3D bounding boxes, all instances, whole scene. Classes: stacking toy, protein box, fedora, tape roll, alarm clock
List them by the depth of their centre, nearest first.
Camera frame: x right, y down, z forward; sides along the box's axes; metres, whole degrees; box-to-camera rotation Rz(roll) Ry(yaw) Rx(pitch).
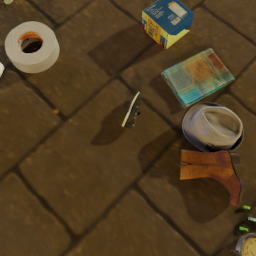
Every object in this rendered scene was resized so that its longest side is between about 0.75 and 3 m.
[{"bbox_3d":[4.428,4.096,9.335,1.869,0.622,1.260,-27,72,-7],"label":"alarm clock"},{"bbox_3d":[4.552,3.265,9.812,1.135,0.267,0.856,14,71,5],"label":"stacking toy"},{"bbox_3d":[3.308,-0.122,10.549,2.356,1.064,2.084,38,76,11],"label":"fedora"},{"bbox_3d":[-4.044,-3.425,11.890,2.122,0.701,2.122,0,72,0],"label":"tape roll"},{"bbox_3d":[1.689,-4.618,12.100,1.571,1.068,1.583,-40,76,-13],"label":"protein box"}]

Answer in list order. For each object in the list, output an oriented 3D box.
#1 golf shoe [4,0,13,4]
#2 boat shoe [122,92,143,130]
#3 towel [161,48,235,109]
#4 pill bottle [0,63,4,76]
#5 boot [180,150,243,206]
[{"bbox_3d":[-5.664,-6.183,13.069,0.516,0.415,1.061,-5,64,16],"label":"golf shoe"},{"bbox_3d":[0.271,-0.681,11.004,0.507,0.592,1.620,22,67,-1],"label":"boat shoe"},{"bbox_3d":[2.905,-2.148,11.676,2.555,0.277,1.874,-28,74,-10],"label":"towel"},{"bbox_3d":[-5.878,-1.451,10.764,1.520,1.520,2.658,14,71,5],"label":"pill bottle"},{"bbox_3d":[2.958,1.773,10.117,2.128,0.729,2.003,-1,83,6],"label":"boot"}]
